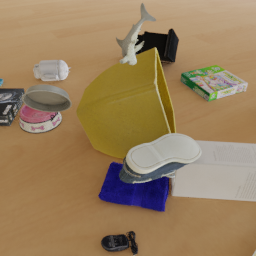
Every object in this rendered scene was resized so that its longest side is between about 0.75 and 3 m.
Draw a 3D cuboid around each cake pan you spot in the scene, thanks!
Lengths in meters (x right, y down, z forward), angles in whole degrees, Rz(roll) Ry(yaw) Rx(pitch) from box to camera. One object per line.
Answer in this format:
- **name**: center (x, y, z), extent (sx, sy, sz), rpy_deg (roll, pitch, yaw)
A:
- **cake pan**: center (-2.236, -0.814, 7.797), extent (1.342, 1.342, 0.246), rpy_deg (0, 68, 0)

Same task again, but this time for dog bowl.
- **dog bowl**: center (-3.214, -0.479, 10.210), extent (1.533, 0.565, 1.533), rpy_deg (0, 38, 0)

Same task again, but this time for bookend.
- **bookend**: center (0.944, -4.035, 13.476), extent (2.632, 1.212, 2.615), rpy_deg (11, 10, 15)

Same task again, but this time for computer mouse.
- **computer mouse**: center (-0.212, 2.661, 6.397), extent (0.839, 0.221, 0.581), rpy_deg (3, 36, -14)

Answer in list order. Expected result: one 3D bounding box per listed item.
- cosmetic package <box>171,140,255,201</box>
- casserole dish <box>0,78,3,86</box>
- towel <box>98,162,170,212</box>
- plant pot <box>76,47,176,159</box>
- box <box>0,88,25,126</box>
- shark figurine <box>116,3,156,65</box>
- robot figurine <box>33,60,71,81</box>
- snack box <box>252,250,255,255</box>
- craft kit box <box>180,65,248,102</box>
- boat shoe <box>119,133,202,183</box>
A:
- **cosmetic package**: center (2.528, 1.134, 7.454), extent (2.671, 1.358, 0.989), rpy_deg (5, 37, 4)
- **casserole dish**: center (-6.065, -2.025, 12.557), extent (0.981, 0.190, 0.594), rpy_deg (3, 37, 3)
- **towel**: center (0.212, 1.527, 7.659), extent (1.807, 0.448, 1.334), rpy_deg (7, 37, 9)
- **plant pot**: center (-0.051, -0.556, 8.827), extent (2.647, 2.571, 2.588), rpy_deg (-13, 35, 14)
- **box**: center (-5.056, -0.843, 10.785), extent (1.637, 0.445, 2.044), rpy_deg (0, 37, 1)
- **shark figurine**: center (0.015, -1.951, 6.060), extent (0.565, 1.354, 0.809), rpy_deg (40, 43, 20)
- **robot figurine**: center (-3.425, -2.621, 12.737), extent (1.619, 0.914, 1.373), rpy_deg (-3, 44, -3)
- **snack box**: center (3.253, 2.913, 5.802), extent (2.113, 0.392, 1.228), rpy_deg (-34, 48, -32)
- **craft kit box**: center (3.745, -2.034, 12.365), extent (2.042, 0.502, 2.068), rpy_deg (-15, 40, -23)
- **boat shoe**: center (0.764, 0.707, 6.153), extent (2.232, 0.690, 0.836), rpy_deg (-16, 58, -43)
